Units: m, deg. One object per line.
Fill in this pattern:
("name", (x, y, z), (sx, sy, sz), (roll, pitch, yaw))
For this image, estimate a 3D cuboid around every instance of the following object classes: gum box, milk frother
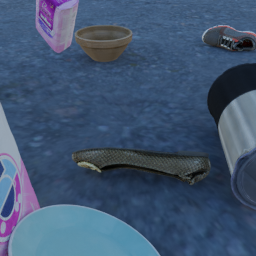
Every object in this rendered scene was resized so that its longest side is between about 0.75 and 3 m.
("gum box", (-1.946, 0.809, 3.252), (0.950, 2.874, 1.631), (-5, 34, 1))
("milk frother", (3.091, -0.428, 5.118), (2.626, 2.909, 2.736), (6, 35, 1))

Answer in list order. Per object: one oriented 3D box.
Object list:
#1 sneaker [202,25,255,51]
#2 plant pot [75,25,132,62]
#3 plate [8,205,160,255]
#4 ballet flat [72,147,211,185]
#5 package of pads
("sneaker", (4.272, -3.680, 11.695), (2.297, 0.885, 0.941), (8, 41, 12))
("plant pot", (-0.912, -3.220, 10.853), (2.166, 1.000, 2.166), (-1, 34, 0))
("plate", (-0.463, 1.733, 3.636), (2.152, 0.275, 2.152), (22, 13, -5))
("ballet flat", (0.228, 0.729, 5.414), (2.687, 0.623, 0.905), (2, -9, 3))
("package of pads", (-1.932, -2.966, 7.473), (0.669, 1.767, 1.065), (-39, 84, -28))
